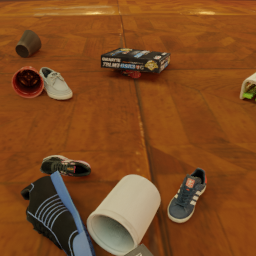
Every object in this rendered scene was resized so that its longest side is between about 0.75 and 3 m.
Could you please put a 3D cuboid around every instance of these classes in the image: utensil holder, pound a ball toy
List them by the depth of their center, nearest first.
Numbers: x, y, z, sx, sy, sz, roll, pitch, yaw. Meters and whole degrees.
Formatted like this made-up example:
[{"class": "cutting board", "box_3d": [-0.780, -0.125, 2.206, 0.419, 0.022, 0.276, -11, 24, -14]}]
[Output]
[{"class": "utensil holder", "box_3d": [-0.030, 1.805, 5.948, 1.133, 1.133, 1.334, 16, 34, 23]}, {"class": "pound a ball toy", "box_3d": [6.099, -1.862, 11.461, 1.809, 1.179, 2.775, 27, 42, 35]}]

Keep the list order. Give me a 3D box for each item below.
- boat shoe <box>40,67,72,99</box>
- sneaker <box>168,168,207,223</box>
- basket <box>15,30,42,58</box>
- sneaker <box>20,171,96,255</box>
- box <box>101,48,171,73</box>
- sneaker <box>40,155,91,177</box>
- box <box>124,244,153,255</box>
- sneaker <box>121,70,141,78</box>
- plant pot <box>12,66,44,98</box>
[{"class": "boat shoe", "box_3d": [-3.163, -1.957, 11.881, 0.847, 0.865, 2.428, -22, 39, -30]}, {"class": "sneaker", "box_3d": [1.437, 1.532, 6.730, 0.601, 0.677, 1.602, 18, 38, 26]}, {"class": "basket", "box_3d": [-5.706, -4.687, 15.927, 0.969, 1.285, 1.425, -11, 39, 22]}, {"class": "sneaker", "box_3d": [-1.531, 2.007, 5.924, 1.027, 0.924, 2.636, -25, 38, -16]}, {"class": "box", "box_3d": [0.471, -3.369, 13.788, 2.846, 0.712, 2.867, 8, 24, 16]}, {"class": "sneaker", "box_3d": [-1.565, 1.002, 7.233, 1.340, 0.538, 0.579, 4, -3, -21]}, {"class": "box", "box_3d": [-0.210, 3.319, 3.981, 2.827, 0.683, 2.239, -22, 39, -29]}, {"class": "sneaker", "box_3d": [0.157, -2.659, 13.405, 0.975, 0.393, 0.364, 14, 25, 15]}, {"class": "plant pot", "box_3d": [-4.200, -2.036, 11.830, 1.234, 1.234, 1.200, -9, 26, -13]}]
